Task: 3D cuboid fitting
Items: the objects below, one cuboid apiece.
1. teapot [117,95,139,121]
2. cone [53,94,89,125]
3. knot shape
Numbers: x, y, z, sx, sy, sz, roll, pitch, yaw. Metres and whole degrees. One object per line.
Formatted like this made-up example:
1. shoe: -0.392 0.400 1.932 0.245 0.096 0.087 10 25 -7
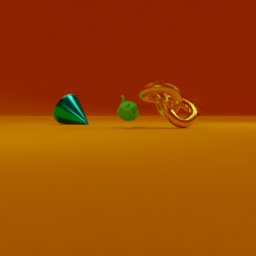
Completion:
1. teapot: -0.007 -0.567 8.411 0.652 0.514 1.049 -12 45 -18
2. cone: -2.007 -0.452 11.145 1.350 1.345 1.345 33 20 29
3. knot shape: 1.283 -0.718 8.393 1.771 0.875 1.893 41 8 11
